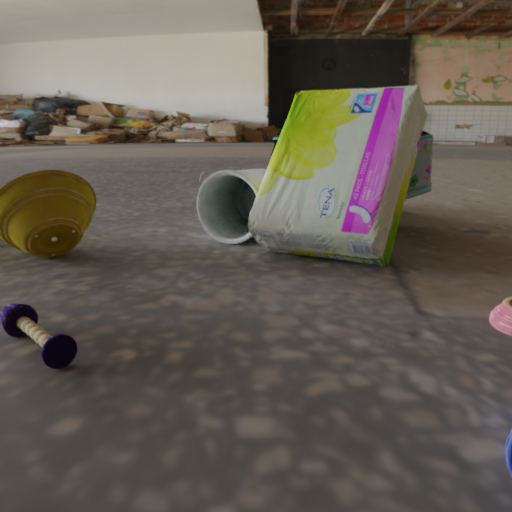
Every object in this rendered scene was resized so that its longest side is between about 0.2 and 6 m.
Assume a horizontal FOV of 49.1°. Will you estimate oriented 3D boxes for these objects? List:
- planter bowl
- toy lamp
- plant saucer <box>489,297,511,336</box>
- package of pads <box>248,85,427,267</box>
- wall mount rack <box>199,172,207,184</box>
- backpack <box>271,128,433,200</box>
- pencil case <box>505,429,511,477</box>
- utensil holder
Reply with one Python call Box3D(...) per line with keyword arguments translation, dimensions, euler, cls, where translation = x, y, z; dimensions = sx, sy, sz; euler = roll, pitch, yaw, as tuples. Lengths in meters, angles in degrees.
Box3D(translation=(-3.712, -0.540, 10.033), dimensions=(1.942, 1.942, 0.809), euler=(-9, 53, -32), cls="planter bowl")
Box3D(translation=(-2.505, 0.846, 6.288), dimensions=(0.425, 0.425, 1.459), euler=(-12, 18, -39), cls="toy lamp")
Box3D(translation=(3.486, 0.750, 6.903), dimensions=(1.116, 0.283, 1.116), euler=(0, 15, 0), cls="plant saucer")
Box3D(translation=(1.462, -1.554, 10.273), dimensions=(2.556, 3.308, 1.128), euler=(7, -24, 30), cls="package of pads")
Box3D(translation=(-1.149, -2.184, 17.645), dimensions=(1.218, 0.523, 1.402), euler=(17, 20, -18), cls="wall mount rack")
Box3D(translation=(2.315, -1.901, 12.691), dimensions=(3.257, 2.496, 2.863), euler=(1, 12, 40), cls="backpack")
Box3D(translation=(2.477, 1.177, 4.279), dimensions=(0.827, 0.743, 1.903), euler=(-4, 11, 34), cls="pencil case")
Box3D(translation=(-0.200, -1.108, 11.830), dimensions=(1.474, 1.474, 1.734), euler=(6, 13, 23), cls="utensil holder")
